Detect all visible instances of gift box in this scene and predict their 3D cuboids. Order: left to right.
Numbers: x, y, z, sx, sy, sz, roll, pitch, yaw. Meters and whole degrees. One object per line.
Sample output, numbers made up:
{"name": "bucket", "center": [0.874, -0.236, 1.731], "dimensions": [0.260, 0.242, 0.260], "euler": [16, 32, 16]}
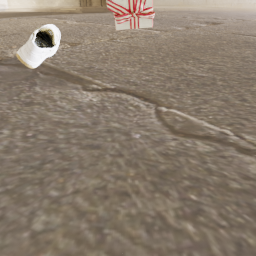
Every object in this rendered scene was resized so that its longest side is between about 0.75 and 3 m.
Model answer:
{"name": "gift box", "center": [0.069, -3.335, 7.294], "dimensions": [1.163, 1.260, 1.177], "euler": [-7, 60, 7]}

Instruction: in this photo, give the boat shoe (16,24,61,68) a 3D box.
{"name": "boat shoe", "center": [-2.456, -2.660, 8.469], "dimensions": [0.846, 0.864, 2.441], "euler": [-37, 27, 30]}
